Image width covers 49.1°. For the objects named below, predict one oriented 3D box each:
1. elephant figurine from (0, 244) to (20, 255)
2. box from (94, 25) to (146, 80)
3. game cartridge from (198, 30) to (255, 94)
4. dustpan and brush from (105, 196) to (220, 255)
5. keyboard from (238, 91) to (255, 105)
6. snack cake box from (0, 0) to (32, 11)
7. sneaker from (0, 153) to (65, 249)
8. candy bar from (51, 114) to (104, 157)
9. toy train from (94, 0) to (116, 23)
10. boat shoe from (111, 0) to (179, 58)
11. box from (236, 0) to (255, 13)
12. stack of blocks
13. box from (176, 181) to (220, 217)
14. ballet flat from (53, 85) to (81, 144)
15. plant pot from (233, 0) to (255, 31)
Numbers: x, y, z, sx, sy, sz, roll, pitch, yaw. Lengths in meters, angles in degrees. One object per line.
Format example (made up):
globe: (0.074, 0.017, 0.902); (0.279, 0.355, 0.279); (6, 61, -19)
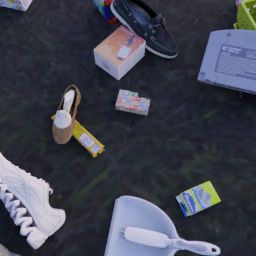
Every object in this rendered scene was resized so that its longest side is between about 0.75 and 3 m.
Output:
elephant figurine: (-3.455, 3.960, 5.981); (2.686, 1.901, 2.084); (-44, 44, -1)
box: (-0.261, -2.487, 9.233); (1.060, 0.740, 1.392); (38, 71, 15)
game cartridge: (3.702, -2.019, 8.574); (2.705, 0.548, 1.804); (17, 96, 14)
dustpan and brush: (0.831, 2.771, 6.907); (2.681, 0.767, 1.871); (10, 67, 4)
keyboard: (4.775, -1.228, 8.941); (2.374, 0.304, 1.425); (12, 73, 4)
snack cake box: (-4.686, -5.085, 10.143); (2.029, 1.167, 0.682); (15, 68, 7)
sneaker: (-2.768, 1.621, 7.361); (1.185, 1.099, 2.924); (-33, 75, -24)
candy bar: (-1.502, 0.116, 8.375); (1.971, 0.218, 0.491); (41, 72, 16)
toy train: (-0.225, -4.745, 10.265); (1.952, 0.826, 1.130); (-29, 56, -12)
boat shoe: (0.700, -3.502, 9.237); (2.816, 0.934, 1.052); (46, 61, 0)
box: (4.363, -4.436, 10.214); (0.476, 0.516, 1.005); (-5, 66, -2)
stack of blocks: (0.167, -0.797, 8.734); (1.002, 0.294, 0.577); (12, 67, 5)
box: (1.893, 1.912, 7.580); (1.009, 0.240, 0.615); (-21, 67, -10)
ballet flat: (-1.806, -0.494, 8.241); (0.656, 0.699, 1.933); (11, 58, 1)
plant pot: (4.411, -3.474, 9.425); (1.300, 1.186, 1.307); (-13, 66, -6)
